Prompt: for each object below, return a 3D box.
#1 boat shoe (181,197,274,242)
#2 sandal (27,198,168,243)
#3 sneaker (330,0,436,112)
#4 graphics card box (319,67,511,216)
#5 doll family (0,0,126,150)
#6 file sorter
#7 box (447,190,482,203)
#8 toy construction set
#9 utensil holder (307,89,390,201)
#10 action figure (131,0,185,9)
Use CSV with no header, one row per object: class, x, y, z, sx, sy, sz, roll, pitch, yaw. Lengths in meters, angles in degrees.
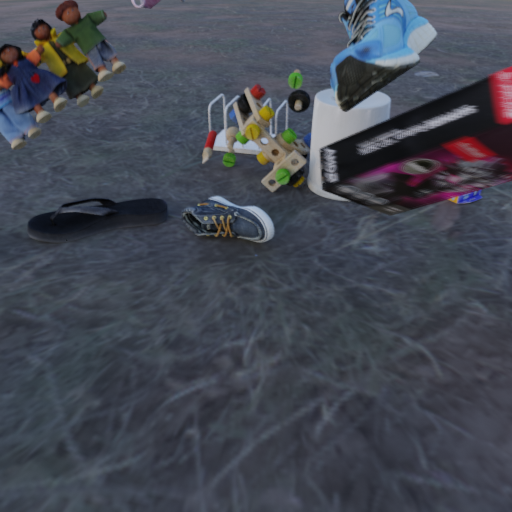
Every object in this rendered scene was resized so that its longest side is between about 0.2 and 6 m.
boat shoe,-0.564,-0.574,10.409,0.857,0.668,1.888,-26,33,-35
sandal,-3.076,-0.868,10.900,2.669,0.572,1.015,-13,34,-20
sneaker,1.641,-3.272,8.403,1.269,1.456,3.238,-30,15,37
graphics card box,2.542,-1.393,7.646,2.926,0.744,1.836,-14,-19,43
doll family,-2.738,-2.322,7.009,2.138,1.236,0.839,-39,6,-15
file sorter,-0.174,-3.419,14.511,1.890,1.177,1.312,9,33,13
box,4.258,-1.546,12.303,0.821,0.286,1.380,-20,35,-30
toy construction set,0.037,-2.408,12.485,2.661,2.219,2.045,-12,40,20
utensil holder,2.012,-2.442,12.119,1.699,2.000,1.699,1,31,-1
action figure,-1.809,-5.533,11.189,1.315,0.881,0.979,-9,16,27
